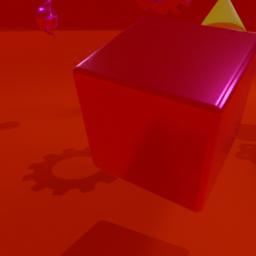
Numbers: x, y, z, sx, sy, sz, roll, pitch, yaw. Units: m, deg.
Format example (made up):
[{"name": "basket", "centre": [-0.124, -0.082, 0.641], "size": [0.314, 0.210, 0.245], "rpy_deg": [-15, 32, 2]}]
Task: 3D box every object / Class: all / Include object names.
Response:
[{"name": "teapot", "centre": [-2.237, -3.052, 7.871], "size": [0.551, 1.126, 0.700], "rpy_deg": [-4, -7, 6]}, {"name": "cube", "centre": [0.449, -0.224, 3.038], "size": [1.359, 1.359, 1.359], "rpy_deg": [20, 48, 25]}, {"name": "cone", "centre": [2.820, -3.406, 8.342], "size": [1.441, 1.446, 1.441], "rpy_deg": [8, -9, 1]}, {"name": "gear", "centre": [0.430, -3.001, 5.585], "size": [1.848, 0.342, 1.848], "rpy_deg": [26, -6, 3]}]
